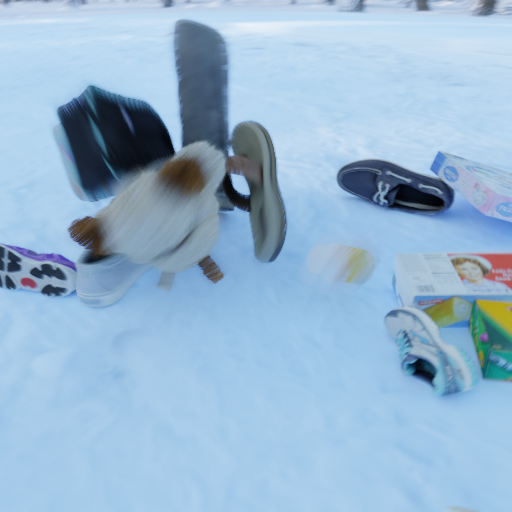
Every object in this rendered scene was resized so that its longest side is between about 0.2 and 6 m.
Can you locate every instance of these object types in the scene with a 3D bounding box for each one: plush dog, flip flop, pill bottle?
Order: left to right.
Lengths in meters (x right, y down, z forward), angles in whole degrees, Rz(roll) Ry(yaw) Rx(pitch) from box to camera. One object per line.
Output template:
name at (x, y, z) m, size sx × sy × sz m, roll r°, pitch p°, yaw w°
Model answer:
plush dog at (-1.461, -0.493, 8.486) m, size 2.578 × 2.068 × 2.214 m, roll -35°, pitch -15°, yaw 9°
flip flop at (-0.183, -1.309, 10.564) m, size 0.944 × 1.330 × 3.281 m, roll 1°, pitch 56°, yaw -15°
pill bottle at (1.404, 0.127, 9.354) m, size 1.105 × 0.623 × 0.623 m, roll 8°, pitch 21°, yaw -35°

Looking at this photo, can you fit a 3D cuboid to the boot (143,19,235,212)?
boot at (-1.300, -2.922, 11.446) m, size 1.391 × 3.832 × 3.484 m, roll 3°, pitch 1°, yaw 14°

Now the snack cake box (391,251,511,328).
snack cake box at (3.466, 0.539, 9.343) m, size 2.121 × 0.713 × 1.220 m, roll -1°, pitch 33°, yaw -1°

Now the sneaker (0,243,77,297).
sneaker at (-4.014, 0.233, 10.138) m, size 2.014 × 0.812 × 0.840 m, roll 17°, pitch 18°, yaw 11°

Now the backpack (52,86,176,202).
backpack at (-2.818, -2.192, 11.503) m, size 1.795 × 2.058 × 2.341 m, roll -25°, pitch -5°, yaw 36°

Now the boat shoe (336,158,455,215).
boat shoe at (3.105, -1.549, 12.771) m, size 2.746 × 0.998 × 0.861 m, roll 15°, pitch 29°, yaw 16°

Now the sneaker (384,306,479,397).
sneaker at (2.332, 1.343, 8.085) m, size 0.749 × 0.673 × 1.735 m, roll -17°, pitch 34°, yaw -21°

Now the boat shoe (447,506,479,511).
boat shoe at (3.061, 3.101, 5.040) m, size 2.777 × 0.997 × 0.939 m, roll 13°, pitch 70°, yaw 8°

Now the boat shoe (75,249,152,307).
boat shoe at (-2.443, -0.206, 10.368) m, size 0.981 × 1.001 × 2.811 m, roll 7°, pitch 32°, yaw 11°

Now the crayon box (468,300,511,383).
crayon box at (4.305, 1.301, 8.180) m, size 2.074 × 0.604 × 1.232 m, roll 4°, pitch 30°, yaw 8°

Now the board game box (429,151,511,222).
board game box at (5.408, -1.347, 12.142) m, size 2.485 × 0.539 × 2.473 m, roll 12°, pitch 26°, yaw -18°
